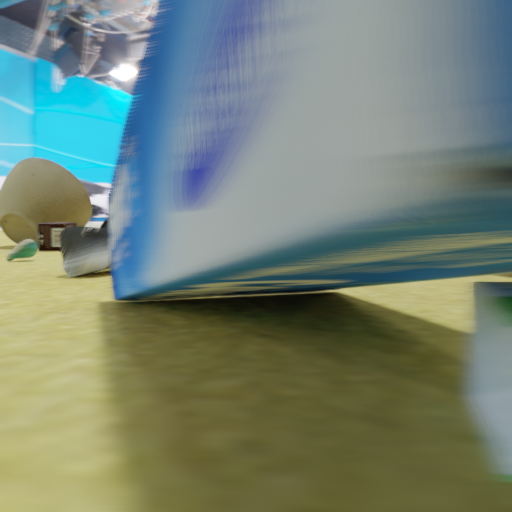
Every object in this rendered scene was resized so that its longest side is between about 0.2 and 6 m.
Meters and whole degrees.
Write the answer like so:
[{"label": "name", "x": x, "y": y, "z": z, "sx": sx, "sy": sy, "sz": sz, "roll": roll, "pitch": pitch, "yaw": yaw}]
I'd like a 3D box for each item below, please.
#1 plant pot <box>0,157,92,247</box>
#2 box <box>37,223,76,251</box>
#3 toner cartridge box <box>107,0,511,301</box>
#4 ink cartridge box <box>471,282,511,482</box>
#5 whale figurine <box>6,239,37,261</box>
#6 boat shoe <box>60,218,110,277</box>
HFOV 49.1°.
[{"label": "plant pot", "x": -4.520, "y": -0.891, "z": 11.507, "sx": 1.870, "sy": 1.870, "sz": 1.255, "roll": 1, "pitch": 40, "yaw": 17}, {"label": "box", "x": -3.746, "y": -0.362, "z": 10.564, "sx": 0.524, "sy": 0.529, "sz": 0.638, "roll": 0, "pitch": 4, "yaw": 0}, {"label": "toner cartridge box", "x": 0.405, "y": -0.299, "z": 2.761, "sx": 2.014, "sy": 0.915, "sz": 4.241, "roll": -3, "pitch": -5, "yaw": -17}, {"label": "ink cartridge box", "x": 1.262, "y": 0.340, "z": 1.617, "sx": 1.112, "sy": 0.467, "sz": 0.812, "roll": -1, "pitch": 4, "yaw": 14}, {"label": "whale figurine", "x": -3.406, "y": -0.046, "z": 8.170, "sx": 0.455, "sy": 0.236, "sz": 0.362, "roll": -42, "pitch": -1, "yaw": -43}, {"label": "boat shoe", "x": -1.733, "y": -0.186, "z": 6.885, "sx": 0.657, "sy": 0.622, "sz": 1.879, "roll": -16, "pitch": 1, "yaw": 25}]
